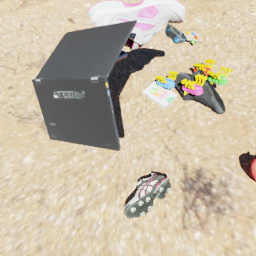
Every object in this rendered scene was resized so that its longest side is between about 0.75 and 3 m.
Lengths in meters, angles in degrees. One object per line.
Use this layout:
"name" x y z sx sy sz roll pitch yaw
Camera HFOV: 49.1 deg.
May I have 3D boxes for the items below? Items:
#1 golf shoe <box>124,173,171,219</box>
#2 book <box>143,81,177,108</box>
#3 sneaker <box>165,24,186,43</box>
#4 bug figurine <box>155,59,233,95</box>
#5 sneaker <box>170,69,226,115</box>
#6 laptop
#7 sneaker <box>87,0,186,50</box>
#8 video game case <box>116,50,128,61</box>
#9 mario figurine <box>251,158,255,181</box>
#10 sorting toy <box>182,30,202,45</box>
"golf shoe" 0.451 1.857 7.735 1.641 0.633 0.723 -29 39 -30
"book" 1.199 -1.245 10.605 1.101 0.265 0.735 36 60 24
"sneaker" 2.234 -4.465 13.306 0.552 0.493 1.347 -8 54 -27
"bug figurine" 2.420 -1.804 10.311 2.702 0.695 2.096 -21 31 -23
"sneaker" 2.549 -1.265 10.288 2.187 1.141 0.657 58 36 2
"laptop" -0.928 -1.014 6.680 2.366 2.527 1.465 6 26 37
"sneaker" 0.312 -2.765 7.608 2.736 1.207 1.113 -11 10 -14
"video game case" -1.120 -3.280 12.392 1.655 0.193 1.504 -30 55 -25
"mario figurine" 4.557 1.200 7.775 2.223 1.178 1.372 8 13 -3
"sorting toy" 3.066 -4.211 13.056 0.862 0.172 1.166 3 46 -20
